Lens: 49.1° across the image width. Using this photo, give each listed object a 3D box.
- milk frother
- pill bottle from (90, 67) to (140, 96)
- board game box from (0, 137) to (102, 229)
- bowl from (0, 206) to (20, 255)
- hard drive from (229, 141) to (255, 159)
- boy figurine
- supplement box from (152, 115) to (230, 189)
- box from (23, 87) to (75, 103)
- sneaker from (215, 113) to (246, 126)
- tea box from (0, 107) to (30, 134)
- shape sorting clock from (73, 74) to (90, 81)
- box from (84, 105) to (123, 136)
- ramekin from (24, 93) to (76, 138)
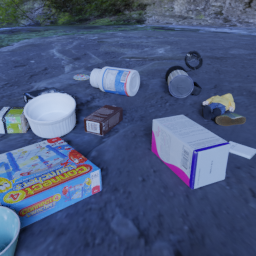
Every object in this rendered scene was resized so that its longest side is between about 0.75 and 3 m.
[{"bbox_3d":[2.725,-2.576,13.199,1.710,1.895,1.782,4,26,-1],"label":"milk frother"},{"bbox_3d":[-0.648,-2.245,13.251,2.188,1.228,1.228,13,28,26],"label":"pill bottle"},{"bbox_3d":[-2.144,1.155,6.712,2.223,0.621,2.177,-19,31,-35],"label":"board game box"},{"bbox_3d":[-2.499,2.046,4.695,1.417,0.741,1.417,0,26,0],"label":"bowl"},{"bbox_3d":[3.348,0.650,8.399,0.831,0.109,0.548,21,33,38],"label":"hard drive"},{"bbox_3d":[3.612,-0.898,11.085,1.240,0.643,1.994,16,29,30],"label":"boy figurine"},{"bbox_3d":[1.569,0.530,7.538,1.086,1.063,2.102,-11,27,-22],"label":"supplement box"},{"bbox_3d":[-3.394,-1.231,12.042,1.513,0.411,1.889,-20,32,-36],"label":"box"},{"bbox_3d":[3.656,-0.334,10.229,1.132,0.379,0.508,-1,20,-8],"label":"sneaker"},{"bbox_3d":[-3.950,-0.292,9.770,0.943,0.641,0.959,-2,25,-4],"label":"tea box"},{"bbox_3d":[-2.615,-2.871,15.799,0.915,0.180,0.915,0,25,0],"label":"shape sorting clock"},{"bbox_3d":[-0.843,-0.307,9.930,0.756,0.566,1.510,12,29,24],"label":"box"},{"bbox_3d":[-2.557,-0.408,9.465,1.674,0.816,1.674,-1,39,1],"label":"ramekin"}]
